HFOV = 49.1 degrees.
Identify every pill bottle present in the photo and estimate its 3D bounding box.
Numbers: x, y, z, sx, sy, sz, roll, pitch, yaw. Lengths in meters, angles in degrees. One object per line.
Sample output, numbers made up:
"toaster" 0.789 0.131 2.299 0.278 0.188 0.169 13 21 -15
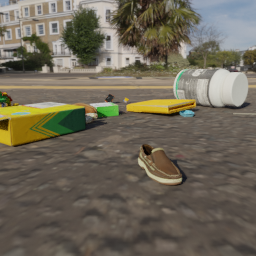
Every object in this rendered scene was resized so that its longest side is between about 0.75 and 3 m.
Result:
"pill bottle" 3.696 -1.816 12.705 1.678 1.678 2.967 -11 16 -40

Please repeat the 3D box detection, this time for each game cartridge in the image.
"game cartridge" 1.300 -0.889 11.319 2.193 0.356 1.933 4 13 45

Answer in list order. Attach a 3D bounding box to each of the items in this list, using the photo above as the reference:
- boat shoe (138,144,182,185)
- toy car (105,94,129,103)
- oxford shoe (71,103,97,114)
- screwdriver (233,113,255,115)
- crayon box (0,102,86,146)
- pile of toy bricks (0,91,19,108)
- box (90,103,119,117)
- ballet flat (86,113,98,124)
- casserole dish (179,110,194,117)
"boat shoe" 0.496 0.571 4.801 0.459 0.460 1.242 -6 14 -24
"toy car" -0.576 -1.279 13.809 1.151 0.564 0.383 15 -34 -8
"oxford shoe" -1.929 -0.470 9.591 1.749 0.624 0.623 0 38 8
"screwdriver" 4.851 -0.502 9.883 2.235 0.312 0.325 5 42 10
"crayon box" -2.742 -0.168 7.515 1.775 0.710 2.796 10 15 38
"pile of toy bricks" -4.638 -0.863 9.804 1.210 1.077 2.182 5 14 22
"box" -0.902 -0.683 10.553 0.870 0.421 0.768 -7 16 -24
"ballet flat" -1.456 -0.268 9.075 0.974 0.368 0.311 -6 43 -6
"casserole dish" 2.191 -0.532 10.471 0.473 0.151 0.780 -1 13 -5
